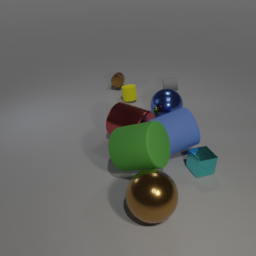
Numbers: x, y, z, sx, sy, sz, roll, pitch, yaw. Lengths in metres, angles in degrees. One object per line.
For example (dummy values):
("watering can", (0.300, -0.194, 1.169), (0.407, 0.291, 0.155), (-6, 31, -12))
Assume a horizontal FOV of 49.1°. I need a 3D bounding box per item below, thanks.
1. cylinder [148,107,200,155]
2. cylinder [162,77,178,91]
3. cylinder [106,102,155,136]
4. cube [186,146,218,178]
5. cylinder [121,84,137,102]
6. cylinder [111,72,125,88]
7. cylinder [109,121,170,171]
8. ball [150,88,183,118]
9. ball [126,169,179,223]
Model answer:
("cylinder", (1.603, 0.154, 9.883), (1.400, 1.400, 1.400), (-21, 34, -6))
("cylinder", (2.114, -2.181, 14.056), (0.700, 0.700, 0.700), (-7, 30, 7))
("cylinder", (0.114, -0.149, 10.676), (1.400, 1.400, 1.400), (20, 36, 30))
("cube", (2.426, 1.104, 9.253), (0.700, 0.700, 0.700), (-8, 32, -18))
("cylinder", (0.062, -1.748, 13.925), (0.700, 0.700, 0.700), (-7, 22, 3))
("cylinder", (-0.537, -2.621, 15.206), (0.700, 0.700, 0.700), (3, 24, 5))
("cylinder", (0.365, 0.570, 8.521), (1.400, 1.400, 1.400), (-10, 22, 34))
("ball", (1.668, -1.004, 12.107), (1.400, 1.400, 1.400), (0, 31, 0))
("ball", (0.634, 1.797, 7.440), (1.400, 1.400, 1.400), (0, 31, 0))
